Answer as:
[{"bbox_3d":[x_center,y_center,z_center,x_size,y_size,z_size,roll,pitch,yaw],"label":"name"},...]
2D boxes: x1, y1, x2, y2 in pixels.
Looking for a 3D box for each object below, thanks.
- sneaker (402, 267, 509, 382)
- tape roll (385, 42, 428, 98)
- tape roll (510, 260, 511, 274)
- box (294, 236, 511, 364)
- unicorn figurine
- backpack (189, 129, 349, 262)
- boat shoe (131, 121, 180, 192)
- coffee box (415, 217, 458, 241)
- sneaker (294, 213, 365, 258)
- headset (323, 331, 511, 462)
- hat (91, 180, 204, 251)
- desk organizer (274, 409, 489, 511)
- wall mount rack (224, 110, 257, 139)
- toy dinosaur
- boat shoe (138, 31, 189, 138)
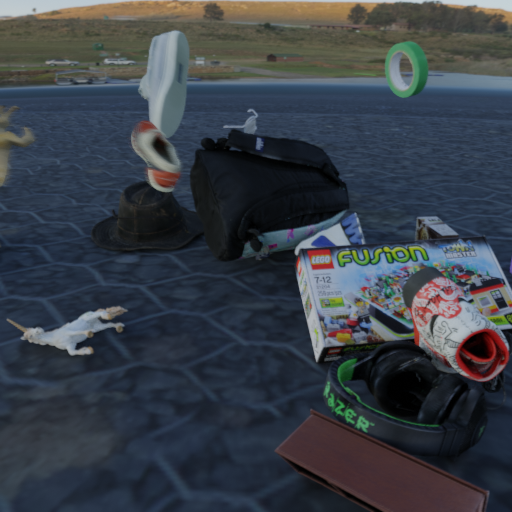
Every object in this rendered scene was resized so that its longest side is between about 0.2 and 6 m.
[{"bbox_3d":[2.531,1.181,6.898,0.741,2.220,1.190,-33,42,2],"label":"sneaker"},{"bbox_3d":[3.411,-4.238,12.761,0.287,1.193,1.193,-19,27,-18],"label":"tape roll"},{"bbox_3d":[5.505,0.221,10.939,0.971,0.318,0.971,0,23,0],"label":"tape roll"},{"bbox_3d":[2.298,0.611,8.611,3.154,0.548,1.736,-4,56,-10],"label":"box"},{"bbox_3d":[-2.764,1.145,8.526,1.058,0.569,1.540,2,6,31],"label":"unicorn figurine"},{"bbox_3d":[0.314,-1.171,11.601,3.059,2.553,1.936,-9,-16,-26],"label":"backpack"},{"bbox_3d":[-1.830,-1.968,10.306,0.656,0.576,1.843,-2,47,-27],"label":"boat shoe"},{"bbox_3d":[3.787,-0.336,11.837,0.467,0.662,1.171,-3,22,-5],"label":"coffee box"},{"bbox_3d":[1.439,0.228,10.308,1.364,0.954,2.361,-18,33,13],"label":"sneaker"},{"bbox_3d":[2.070,1.492,6.613,2.647,1.244,1.635,3,18,-31],"label":"headset"},{"bbox_3d":[-2.468,-1.104,13.063,2.922,1.179,2.922,-1,22,0],"label":"hat"},{"bbox_3d":[1.131,2.304,5.425,1.896,0.680,0.730,17,30,35],"label":"desk organizer"},{"bbox_3d":[-0.400,-3.463,15.199,0.954,1.098,0.409,-39,76,-15],"label":"wall mount rack"},{"bbox_3d":[-4.290,-1.912,9.458,0.975,1.929,0.561,-24,-14,-12],"label":"toy dinosaur"},{"bbox_3d":[-2.326,-4.172,13.743,0.973,2.732,0.953,3,-11,22],"label":"boat shoe"}]
